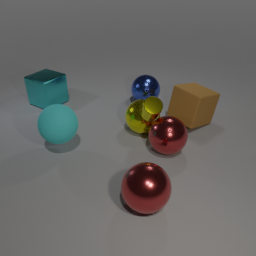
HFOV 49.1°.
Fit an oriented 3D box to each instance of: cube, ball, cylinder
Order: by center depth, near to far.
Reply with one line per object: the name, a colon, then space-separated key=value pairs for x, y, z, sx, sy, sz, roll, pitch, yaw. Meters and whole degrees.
ball: x=0.504 y=1.651 z=7.771 sx=1.400 sy=1.400 sz=1.400 roll=0 pitch=32 yaw=0
ball: x=-2.461 y=-0.137 z=9.869 sx=1.400 sy=1.400 sz=1.400 roll=0 pitch=32 yaw=0
ball: x=1.430 y=0.259 z=10.024 sx=1.400 sy=1.400 sz=1.400 roll=0 pitch=32 yaw=0
cylinder: x=0.846 y=-0.676 z=10.051 sx=0.700 sy=0.700 sz=0.700 roll=2 pitch=69 yaw=-6
ball: x=0.587 y=-0.462 z=11.220 sx=1.400 sy=1.400 sz=1.400 roll=0 pitch=32 yaw=0
cube: x=2.717 y=-0.979 z=11.738 sx=1.400 sy=1.400 sz=1.400 roll=-13 pitch=35 yaw=-39
cube: x=-3.879 y=-1.875 z=13.460 sx=1.400 sy=1.400 sz=1.400 roll=19 pitch=37 yaw=29
ball: x=0.850 y=-1.860 z=13.488 sx=1.400 sy=1.400 sz=1.400 roll=0 pitch=32 yaw=0
